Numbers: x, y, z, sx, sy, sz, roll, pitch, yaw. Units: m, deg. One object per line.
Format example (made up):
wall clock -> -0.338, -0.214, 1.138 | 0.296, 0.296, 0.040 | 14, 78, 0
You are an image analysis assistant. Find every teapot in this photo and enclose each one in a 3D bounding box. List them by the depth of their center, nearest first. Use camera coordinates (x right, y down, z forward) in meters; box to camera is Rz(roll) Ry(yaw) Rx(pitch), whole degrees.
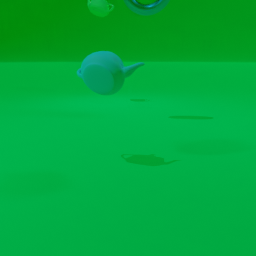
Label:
teapot -> -0.307, -0.859, 4.223 | 1.102, 0.685, 0.539 | 2, 40, 24
teapot -> -1.037, -4.353, 9.961 | 1.225, 0.600, 0.762 | 20, 3, 22

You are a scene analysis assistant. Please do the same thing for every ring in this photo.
ring -> 0.449, -3.380, 6.682 | 1.296, 1.296, 0.259 | 3, 22, 10
